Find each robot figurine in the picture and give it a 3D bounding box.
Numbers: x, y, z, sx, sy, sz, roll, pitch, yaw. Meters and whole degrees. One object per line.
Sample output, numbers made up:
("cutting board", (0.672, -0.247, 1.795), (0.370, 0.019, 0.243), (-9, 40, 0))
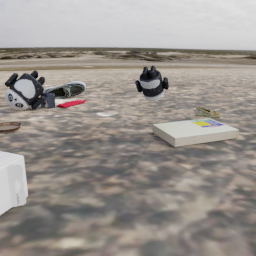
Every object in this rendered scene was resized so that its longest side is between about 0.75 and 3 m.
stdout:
("robot figurine", (-5.141, -1.889, 14.118), (1.626, 1.350, 2.164), (31, 72, 27))
("robot figurine", (0.833, -1.532, 9.774), (0.790, 1.266, 0.951), (-37, 43, -21))

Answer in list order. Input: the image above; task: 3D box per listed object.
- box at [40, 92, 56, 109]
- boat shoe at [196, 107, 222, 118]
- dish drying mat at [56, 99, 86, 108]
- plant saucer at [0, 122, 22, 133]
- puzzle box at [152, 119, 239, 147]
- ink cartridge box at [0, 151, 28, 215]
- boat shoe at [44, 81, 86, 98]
("box", (-4.227, -1.464, 14.757), (0.752, 0.758, 0.467), (14, 21, 41))
("boat shoe", (3.734, -0.731, 12.996), (1.190, 0.373, 0.436), (8, 19, 26))
("dish drying mat", (-3.112, -1.359, 15.454), (0.664, 0.157, 1.729), (12, 20, 31))
("plant saucer", (-4.765, -0.017, 10.964), (1.163, 0.187, 1.163), (1, 17, 0))
("puzzle box", (2.432, 0.114, 10.251), (2.621, 0.333, 1.744), (-6, 17, -19))
("ink cartridge box", (-2.896, 1.101, 5.795), (1.561, 1.004, 0.978), (6, 18, 22))
("boat shoe", (-3.857, -2.218, 17.342), (2.607, 0.939, 0.924), (-14, 27, -9))
